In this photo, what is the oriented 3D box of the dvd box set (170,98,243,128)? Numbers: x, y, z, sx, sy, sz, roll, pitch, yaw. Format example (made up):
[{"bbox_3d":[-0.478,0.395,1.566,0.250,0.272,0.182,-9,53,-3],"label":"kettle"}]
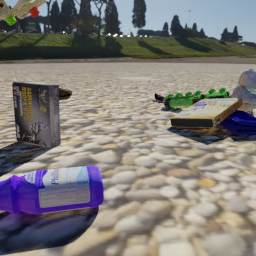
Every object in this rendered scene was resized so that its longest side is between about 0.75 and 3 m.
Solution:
[{"bbox_3d":[2.376,-0.483,8.418,1.407,0.283,1.923,2,22,44],"label":"dvd box set"}]

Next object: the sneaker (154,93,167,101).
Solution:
[{"bbox_3d":[1.532,-1.369,12.498,0.462,0.288,0.863,-4,20,-19],"label":"sneaker"}]

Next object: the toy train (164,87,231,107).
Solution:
[{"bbox_3d":[2.475,-1.055,10.466,2.564,0.535,0.723,-3,29,33],"label":"toy train"}]

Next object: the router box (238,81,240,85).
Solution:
[{"bbox_3d":[4.744,-1.432,11.476,0.235,0.963,0.864,0,17,2],"label":"router box"}]

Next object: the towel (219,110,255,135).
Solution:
[{"bbox_3d":[3.323,-0.228,8.204,1.238,0.415,1.677,-2,16,-5],"label":"towel"}]

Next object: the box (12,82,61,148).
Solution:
[{"bbox_3d":[-2.180,-0.340,6.688,1.158,1.463,0.354,9,16,26],"label":"box"}]

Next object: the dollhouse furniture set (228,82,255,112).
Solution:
[{"bbox_3d":[3.754,-1.274,10.708,1.550,1.072,1.642,-8,17,-28],"label":"dollhouse furniture set"}]

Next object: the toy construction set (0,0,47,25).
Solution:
[{"bbox_3d":[-2.693,-3.074,5.927,1.416,2.159,0.995,-34,-4,-9],"label":"toy construction set"}]

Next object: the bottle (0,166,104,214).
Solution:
[{"bbox_3d":[-1.190,0.897,4.007,1.639,0.535,0.684,-3,17,-12],"label":"bottle"}]

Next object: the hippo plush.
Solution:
[{"bbox_3d":[4.482,-0.815,8.983,1.709,2.146,1.725,-36,30,20],"label":"hippo plush"}]

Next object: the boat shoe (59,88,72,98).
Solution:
[{"bbox_3d":[-3.348,-1.651,13.071,1.452,0.536,0.537,-2,22,-6],"label":"boat shoe"}]
